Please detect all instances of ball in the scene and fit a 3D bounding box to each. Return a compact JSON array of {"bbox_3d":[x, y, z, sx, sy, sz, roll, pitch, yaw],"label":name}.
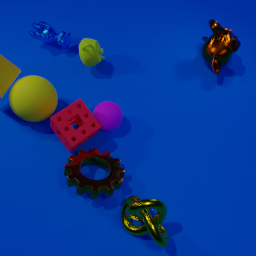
[{"bbox_3d":[-0.577,-0.340,7.998,0.836,0.836,0.836,0,57,0],"label":"ball"},{"bbox_3d":[-2.693,-0.834,8.014,1.317,1.317,1.317,0,57,0],"label":"ball"}]

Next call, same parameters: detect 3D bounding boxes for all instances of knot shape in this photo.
[{"bbox_3d":[0.388,1.968,6.229,1.386,1.297,0.641,28,51,25],"label":"knot shape"}]

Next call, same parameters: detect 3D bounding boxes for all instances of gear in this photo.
[{"bbox_3d":[-0.840,1.101,7.057,1.478,0.273,1.478,9,36,-7],"label":"gear"}]

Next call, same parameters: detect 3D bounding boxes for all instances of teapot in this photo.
[{"bbox_3d":[-1.142,-2.449,9.104,0.711,1.451,0.902,-5,86,10],"label":"teapot"}]

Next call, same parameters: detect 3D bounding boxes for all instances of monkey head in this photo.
[{"bbox_3d":[2.840,-2.736,9.153,1.434,1.201,1.993,28,41,-29],"label":"monkey head"}]

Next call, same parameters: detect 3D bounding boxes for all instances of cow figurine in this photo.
[{"bbox_3d":[-2.657,-3.201,9.796,1.265,1.245,0.694,19,90,47],"label":"cow figurine"}]

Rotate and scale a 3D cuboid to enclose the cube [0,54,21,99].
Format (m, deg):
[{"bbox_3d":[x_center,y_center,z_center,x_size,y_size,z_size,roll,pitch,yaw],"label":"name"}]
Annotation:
[{"bbox_3d":[-3.757,-1.494,7.718,0.979,0.979,0.979,11,67,53],"label":"cube"}]

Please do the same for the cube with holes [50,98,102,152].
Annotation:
[{"bbox_3d":[-1.431,-0.043,7.558,0.928,0.928,0.928,-36,89,-21],"label":"cube with holes"}]
